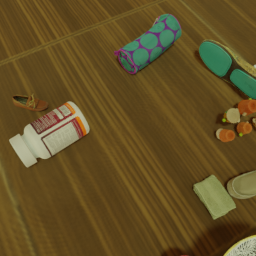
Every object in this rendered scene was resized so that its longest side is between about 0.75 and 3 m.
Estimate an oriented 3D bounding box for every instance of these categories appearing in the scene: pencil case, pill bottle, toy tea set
[{"bbox_3d":[0.701,-2.842,9.437,2.245,0.955,1.037,-41,82,-13],"label":"pencil case"},{"bbox_3d":[-2.159,0.176,7.791,1.970,1.079,1.079,-33,66,-18],"label":"pill bottle"},{"bbox_3d":[3.301,-0.212,8.423,1.707,0.632,1.015,-22,92,-15],"label":"toy tea set"}]

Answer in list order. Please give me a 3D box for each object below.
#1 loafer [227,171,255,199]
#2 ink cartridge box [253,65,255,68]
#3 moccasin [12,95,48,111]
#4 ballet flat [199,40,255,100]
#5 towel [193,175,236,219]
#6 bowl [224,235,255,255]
[{"bbox_3d":[3.471,1.408,7.382,1.724,0.588,0.652,-11,61,-6],"label":"loafer"},{"bbox_3d":[5.267,-1.580,9.170,1.744,0.382,1.760,-19,60,-11],"label":"ink cartridge box"},{"bbox_3d":[-3.042,-0.820,8.720,1.142,0.441,0.418,16,62,9],"label":"moccasin"},{"bbox_3d":[3.502,-1.947,9.183,0.970,0.970,2.745,-34,66,-18],"label":"ballet flat"},{"bbox_3d":[2.280,1.797,7.397,0.765,0.188,1.030,-25,64,-14],"label":"towel"},{"bbox_3d":[2.903,3.735,5.652,2.824,1.325,2.824,0,60,0],"label":"bowl"}]
